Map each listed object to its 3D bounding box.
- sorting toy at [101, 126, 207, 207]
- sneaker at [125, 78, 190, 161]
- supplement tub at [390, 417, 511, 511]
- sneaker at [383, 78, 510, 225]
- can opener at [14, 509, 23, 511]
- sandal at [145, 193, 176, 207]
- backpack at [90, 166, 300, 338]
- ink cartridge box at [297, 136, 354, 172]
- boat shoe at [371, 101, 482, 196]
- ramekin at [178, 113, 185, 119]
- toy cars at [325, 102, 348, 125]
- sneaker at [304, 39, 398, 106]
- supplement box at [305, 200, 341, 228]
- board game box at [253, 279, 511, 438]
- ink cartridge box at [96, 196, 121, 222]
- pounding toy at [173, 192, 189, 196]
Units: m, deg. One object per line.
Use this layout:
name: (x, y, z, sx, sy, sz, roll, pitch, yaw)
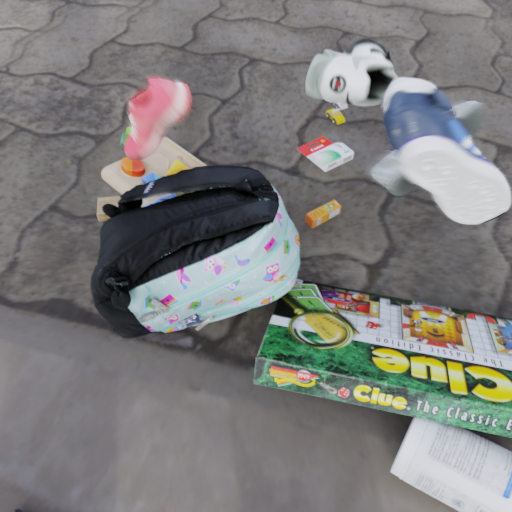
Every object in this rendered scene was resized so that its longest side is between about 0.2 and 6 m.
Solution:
sorting toy: (-2.670, -2.239, 13.338, 1.958, 0.390, 2.649, -37, 59, -27)
sneaker: (-1.901, -2.377, 9.549, 0.788, 1.816, 0.669, 13, 49, -39)
supplement tub: (2.979, 3.113, 8.233, 1.696, 1.119, 1.119, 25, 54, 20)
sneaker: (2.993, -1.787, 8.876, 2.638, 1.063, 1.932, 24, 49, -38)
can opener: (-3.125, 4.086, 7.875, 0.422, 0.523, 1.330, -37, 49, -18)
sandal: (-2.008, -0.969, 12.128, 1.737, 0.690, 0.756, -22, 44, -26)
backpack: (-0.987, -0.102, 10.068, 3.463, 2.192, 2.890, -19, 45, 7)
ink cartridge box: (1.688, -2.589, 13.736, 0.903, 0.281, 1.123, -28, 56, -23)
boat shoe: (3.177, -2.075, 10.375, 2.271, 0.837, 0.728, -43, 47, 3)
ramekin: (-2.318, -4.013, 14.803, 1.014, 0.495, 1.014, 0, 49, 0)
toy cars: (2.154, -3.960, 14.906, 0.555, 0.274, 1.237, 9, 50, 7)
sneaker: (2.237, -3.524, 11.151, 1.387, 1.161, 3.134, 23, 36, 21)
supplement box: (1.474, -0.926, 12.286, 0.820, 0.282, 0.273, -28, 57, -25)
board game box: (2.847, 1.632, 9.195, 5.352, 0.628, 2.804, 10, 28, 8)
ink cartridge box: (-3.174, -1.055, 12.410, 0.660, 0.248, 0.543, -6, 48, -5)
pounding toy: (-0.757, -1.024, 11.868, 1.992, 0.924, 1.538, 11, 4, -38)
